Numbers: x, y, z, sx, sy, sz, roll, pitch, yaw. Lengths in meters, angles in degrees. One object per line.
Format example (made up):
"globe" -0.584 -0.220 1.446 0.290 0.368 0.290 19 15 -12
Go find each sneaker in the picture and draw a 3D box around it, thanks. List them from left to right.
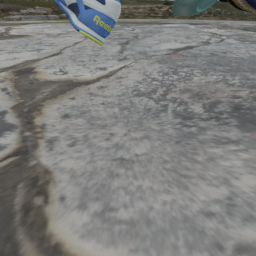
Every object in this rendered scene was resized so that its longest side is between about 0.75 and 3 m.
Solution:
"sneaker" -0.917 -2.738 5.970 0.877 0.976 2.373 10 37 -53

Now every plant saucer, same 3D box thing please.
"plant saucer" 2.533 -4.273 8.633 2.543 2.543 0.490 -29 80 -46

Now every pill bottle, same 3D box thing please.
"pill bottle" 2.345 -2.545 4.285 1.457 1.457 2.605 -7 24 -15
